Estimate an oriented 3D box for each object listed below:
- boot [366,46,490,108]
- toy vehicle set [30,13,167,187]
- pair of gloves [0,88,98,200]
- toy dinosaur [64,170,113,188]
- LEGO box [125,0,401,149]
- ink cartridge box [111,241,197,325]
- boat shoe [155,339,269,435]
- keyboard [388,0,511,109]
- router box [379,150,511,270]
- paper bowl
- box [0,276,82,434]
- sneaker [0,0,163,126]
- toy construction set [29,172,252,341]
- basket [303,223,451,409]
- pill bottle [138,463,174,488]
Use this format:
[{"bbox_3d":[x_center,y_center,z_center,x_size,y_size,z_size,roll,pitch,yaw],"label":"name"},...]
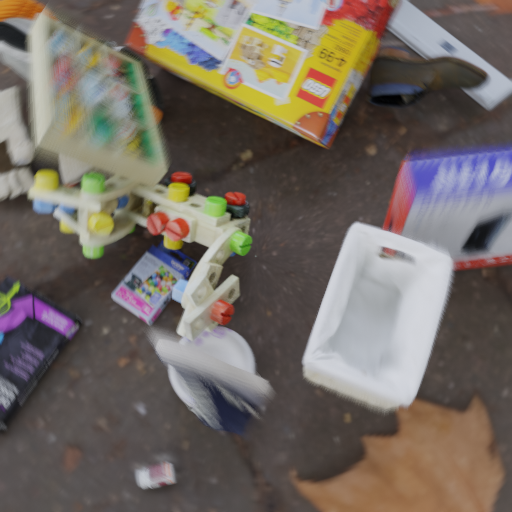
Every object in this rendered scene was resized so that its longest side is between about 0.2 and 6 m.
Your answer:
[{"bbox_3d":[3.428,-3.440,11.450,2.378,0.888,1.153,17,77,17],"label":"boot"},{"bbox_3d":[-2.619,-2.570,9.141,1.909,0.407,3.072,16,41,-39],"label":"toy vehicle set"},{"bbox_3d":[-4.072,-2.298,10.376,2.663,0.467,2.264,-11,80,24],"label":"pair of gloves"},{"bbox_3d":[-3.451,-1.995,10.565,0.842,1.603,1.454,-20,36,8],"label":"toy dinosaur"},{"bbox_3d":[0.158,-4.395,10.642,4.181,1.613,3.113,29,101,12],"label":"LEGO box"},{"bbox_3d":[-1.788,0.413,9.942,0.843,0.297,1.413,32,68,13],"label":"ink cartridge box"},{"bbox_3d":[-0.695,1.876,7.788,1.985,0.741,0.920,31,77,-34],"label":"boat shoe"},{"bbox_3d":[4.088,-4.469,12.221,0.933,0.177,3.316,-35,71,-20],"label":"keyboard"},{"bbox_3d":[3.587,-0.636,8.965,2.893,2.596,0.707,-7,64,1],"label":"router box"},{"bbox_3d":[-0.702,1.853,9.052,1.337,0.695,1.337,0,66,0],"label":"paper bowl"},{"bbox_3d":[-4.210,1.599,9.338,1.562,0.394,2.185,27,70,12],"label":"box"},{"bbox_3d":[-3.512,-3.634,11.261,3.547,1.632,1.343,32,73,-12],"label":"sneaker"},{"bbox_3d":[-1.565,-0.405,9.217,3.823,1.761,2.506,37,34,19],"label":"toy construction set"},{"bbox_3d":[1.613,0.905,7.819,1.474,1.341,2.174,20,67,8],"label":"basket"},{"bbox_3d":[-1.536,3.380,8.592,0.505,0.288,0.288,-11,66,-6],"label":"pill bottle"}]
